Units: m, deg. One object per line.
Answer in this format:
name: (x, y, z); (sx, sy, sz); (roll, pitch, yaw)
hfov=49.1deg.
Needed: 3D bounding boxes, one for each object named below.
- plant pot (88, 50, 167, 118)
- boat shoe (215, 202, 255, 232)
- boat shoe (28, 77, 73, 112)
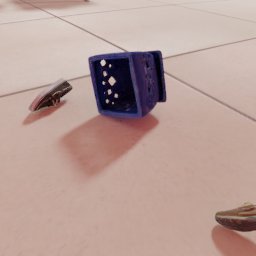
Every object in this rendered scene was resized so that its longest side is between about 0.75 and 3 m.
plant pot: (0.105, -1.428, 8.462); (1.834, 1.834, 1.649); (8, 24, 43)
boat shoe: (2.218, 1.603, 5.115); (1.212, 0.459, 0.435); (-8, 40, 29)
boat shoe: (-2.454, -1.014, 9.074); (0.557, 0.618, 1.749); (42, 52, -4)
